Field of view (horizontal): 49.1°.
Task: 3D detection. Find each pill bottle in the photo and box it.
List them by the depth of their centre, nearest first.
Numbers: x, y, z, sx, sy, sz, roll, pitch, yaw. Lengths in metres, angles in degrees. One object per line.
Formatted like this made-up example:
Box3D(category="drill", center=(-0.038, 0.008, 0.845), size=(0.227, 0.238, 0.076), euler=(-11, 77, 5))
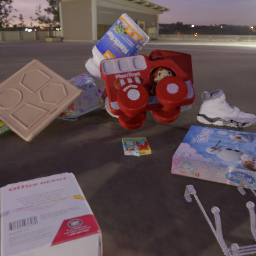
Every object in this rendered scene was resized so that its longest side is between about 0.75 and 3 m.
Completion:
Box3D(category="pill bottle", center=(-0.487, -3.020, 10.871), size=(1.390, 2.480, 1.390), euler=(41, 17, -15))
Box3D(category="pill bottle", center=(-0.434, -1.054, 11.084), size=(1.086, 1.086, 1.936), euler=(-4, 21, -10))

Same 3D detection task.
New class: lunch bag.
Box3D(category="lunch bag", center=(-2.153, -1.147, 10.973), size=(2.067, 1.314, 1.753), euler=(-24, 26, -5))

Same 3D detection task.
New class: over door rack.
Box3D(category="over door rack", center=(2.031, 1.468, 5.101), size=(1.414, 0.637, 1.914), euler=(-3, 21, -11))

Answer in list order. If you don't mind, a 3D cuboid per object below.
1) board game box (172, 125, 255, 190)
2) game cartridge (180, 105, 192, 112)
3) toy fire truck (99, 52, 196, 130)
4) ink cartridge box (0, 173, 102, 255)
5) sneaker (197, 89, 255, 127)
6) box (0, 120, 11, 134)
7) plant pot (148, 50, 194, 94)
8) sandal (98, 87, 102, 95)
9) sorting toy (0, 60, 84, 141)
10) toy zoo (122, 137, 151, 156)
Box3D(category="board game box", center=(2.609, 0.666, 7.329), size=(2.397, 0.522, 2.409), euler=(7, 22, 21))
Box3D(category="game cartridge", center=(1.707, -1.048, 11.623), size=(1.363, 0.425, 2.047), euler=(-22, 22, -10))
Box3D(category="toy fire truck", center=(0.628, -1.439, 9.222), size=(2.897, 2.432, 1.624), euler=(-10, -21, -4))
Box3D(category="ink cartridge box", center=(-1.325, 1.572, 4.594), size=(1.346, 0.781, 1.824), euler=(-8, 20, -21))
Box3D(category="sneaker", center=(3.582, -0.720, 10.033), size=(2.080, 1.195, 0.782), euler=(5, 21, 12))
Box3D(category="box", center=(-4.616, -0.431, 9.628), size=(1.377, 0.568, 2.347), euler=(25, 27, 6))
Box3D(category="plant pot", center=(1.810, -2.349, 11.839), size=(1.572, 1.783, 1.784), euler=(-7, 6, -2))
Box3D(category="sandal", center=(-1.310, -1.583, 12.989), size=(2.875, 0.707, 1.170), euler=(-15, 26, -35))
Box3D(category="sorting toy", center=(-3.261, -1.015, 9.575), size=(2.721, 0.496, 2.519), euler=(33, 63, 22))
Box3D(category="toy zoo", center=(0.244, 0.552, 8.214), size=(0.753, 0.118, 1.148), euler=(-2, 21, -6))
